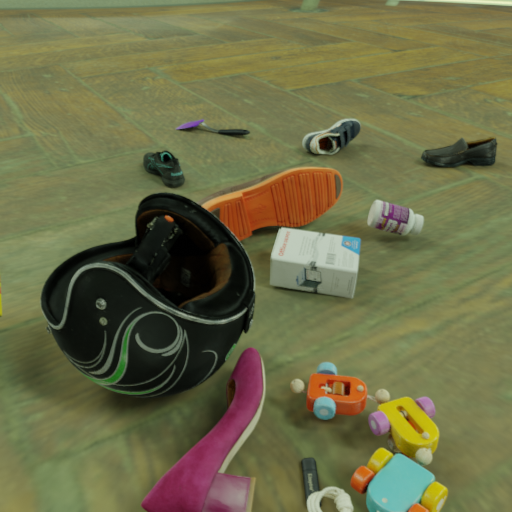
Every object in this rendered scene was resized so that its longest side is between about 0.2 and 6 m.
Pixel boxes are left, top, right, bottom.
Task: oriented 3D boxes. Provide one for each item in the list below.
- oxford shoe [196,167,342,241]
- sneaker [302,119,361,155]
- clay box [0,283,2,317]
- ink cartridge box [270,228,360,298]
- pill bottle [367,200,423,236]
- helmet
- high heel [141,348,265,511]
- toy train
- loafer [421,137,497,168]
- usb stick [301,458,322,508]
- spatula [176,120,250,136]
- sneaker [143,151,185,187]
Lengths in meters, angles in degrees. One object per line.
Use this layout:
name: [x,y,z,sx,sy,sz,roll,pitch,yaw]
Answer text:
oxford shoe: [0.152,-1.106,10.533,3.141,1.120,1.145,-16,26,-22]
sneaker: [1.989,-2.879,13.796,1.613,0.633,0.640,-24,34,-15]
clay box: [-3.987,0.296,7.654,0.945,0.391,1.644,-29,56,11]
ink cartridge box: [0.975,0.090,9.191,1.367,0.587,1.001,8,35,9]
pill bottle: [2.537,-0.662,10.189,0.912,0.512,0.512,15,33,-2]
helmet: [-1.348,0.605,6.930,2.374,2.263,2.374,23,43,-23]
high heel: [-0.516,1.896,6.328,1.092,0.767,2.277,11,46,-3]
toy train: [1.176,2.131,6.152,1.657,0.613,2.205,2,30,5]
loafer: [4.768,-2.487,13.160,1.777,0.642,0.647,-5,34,-6]
usb stick: [0.595,2.453,6.059,0.168,0.099,0.605,-1,33,-2]
spatula: [-1.127,-3.408,14.969,2.127,0.219,0.601,14,36,20]
sneaker: [-2.073,-2.108,12.599,0.611,0.643,1.621,-23,38,-28]
